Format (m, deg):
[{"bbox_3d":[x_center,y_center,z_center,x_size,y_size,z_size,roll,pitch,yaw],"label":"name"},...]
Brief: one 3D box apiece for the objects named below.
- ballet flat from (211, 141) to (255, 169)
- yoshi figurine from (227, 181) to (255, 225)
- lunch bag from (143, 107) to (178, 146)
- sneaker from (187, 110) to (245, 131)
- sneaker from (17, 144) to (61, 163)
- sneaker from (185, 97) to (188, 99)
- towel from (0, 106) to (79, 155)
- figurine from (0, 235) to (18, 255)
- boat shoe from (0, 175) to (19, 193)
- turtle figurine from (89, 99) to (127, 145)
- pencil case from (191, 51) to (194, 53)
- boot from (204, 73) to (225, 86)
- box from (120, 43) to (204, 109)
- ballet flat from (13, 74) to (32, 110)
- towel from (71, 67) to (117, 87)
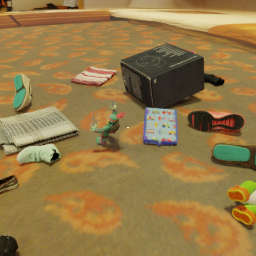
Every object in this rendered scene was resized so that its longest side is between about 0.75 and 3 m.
[{"bbox_3d":[4.125,0.911,9.252,2.621,0.889,0.948,8,12,21],"label":"ballet flat"},{"bbox_3d":[3.787,1.732,7.440,2.168,1.219,1.214,-15,49,-29],"label":"yoshi figurine"},{"bbox_3d":[1.237,0.035,10.759,1.257,0.785,1.669,5,42,2],"label":"lunch bag"},{"bbox_3d":[3.555,-0.271,11.441,2.211,0.815,0.959,7,7,18],"label":"sneaker"},{"bbox_3d":[-2.937,0.929,9.320,1.353,0.498,0.798,-17,27,-31],"label":"sneaker"},{"bbox_3d":[2.646,-1.711,14.123,0.903,0.364,0.661,9,26,5],"label":"sneaker"},{"bbox_3d":[-3.787,-0.086,11.156,2.847,0.492,2.741,-18,35,-28],"label":"towel"},{"bbox_3d":[-3.121,3.052,5.568,1.578,0.679,1.540,-6,34,-9],"label":"figurine"},{"bbox_3d":[-3.808,1.666,8.136,1.165,0.431,0.430,-20,35,-31],"label":"boat shoe"},{"bbox_3d":[-0.716,-0.147,9.862,0.888,1.764,1.321,41,59,13],"label":"turtle figurine"},{"bbox_3d":[3.466,-4.044,17.462,1.075,1.110,2.370,13,31,42],"label":"pencil case"},{"bbox_3d":[4.686,-2.737,15.797,1.261,0.482,1.060,-4,25,-19],"label":"boot"},{"bbox_3d":[1.651,-2.612,13.767,2.978,1.846,2.927,-24,35,-17],"label":"box"},{"bbox_3d":[-4.978,-1.645,13.422,0.848,0.848,2.440,-7,51,-12],"label":"ballet flat"},{"bbox_3d":[-1.968,-3.124,16.693,1.879,0.297,2.609,11,31,17],"label":"towel"}]
